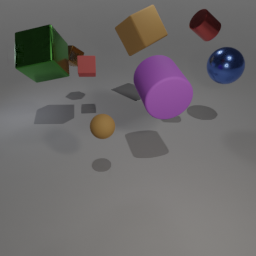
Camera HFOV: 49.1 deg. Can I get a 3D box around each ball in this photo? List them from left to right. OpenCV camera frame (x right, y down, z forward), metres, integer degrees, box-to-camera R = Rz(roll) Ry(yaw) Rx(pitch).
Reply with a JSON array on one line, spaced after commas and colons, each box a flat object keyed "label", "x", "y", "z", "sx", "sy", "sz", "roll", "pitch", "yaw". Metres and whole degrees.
[{"label": "ball", "x": -0.705, "y": -0.042, "z": 7.748, "sx": 0.700, "sy": 0.700, "sz": 0.700, "roll": 0, "pitch": 30, "yaw": 0}, {"label": "ball", "x": 3.737, "y": -2.385, "z": 10.743, "sx": 1.400, "sy": 1.400, "sz": 1.400, "roll": 0, "pitch": 30, "yaw": 0}]

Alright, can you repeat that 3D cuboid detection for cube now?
[{"label": "cube", "x": -3.070, "y": -2.630, "z": 10.126, "sx": 1.400, "sy": 1.400, "sz": 1.400, "roll": -9, "pitch": -14, "yaw": 11}, {"label": "cube", "x": -2.530, "y": -3.240, "z": 12.618, "sx": 0.700, "sy": 0.700, "sz": 0.700, "roll": 15, "pitch": -6, "yaw": 43}, {"label": "cube", "x": -1.652, "y": -2.471, "z": 11.258, "sx": 0.700, "sy": 0.700, "sz": 0.700, "roll": -2, "pitch": -1, "yaw": -6}, {"label": "cube", "x": 0.564, "y": -4.191, "z": 12.138, "sx": 1.400, "sy": 1.400, "sz": 1.400, "roll": -36, "pitch": 14, "yaw": -26}]

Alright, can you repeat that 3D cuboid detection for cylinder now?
[{"label": "cylinder", "x": 0.991, "y": -1.205, "z": 8.216, "sx": 1.400, "sy": 1.400, "sz": 1.400, "roll": -7, "pitch": 40, "yaw": -11}, {"label": "cylinder", "x": 2.369, "y": -3.154, "z": 8.613, "sx": 0.700, "sy": 0.700, "sz": 0.700, "roll": 28, "pitch": 17, "yaw": -30}]
